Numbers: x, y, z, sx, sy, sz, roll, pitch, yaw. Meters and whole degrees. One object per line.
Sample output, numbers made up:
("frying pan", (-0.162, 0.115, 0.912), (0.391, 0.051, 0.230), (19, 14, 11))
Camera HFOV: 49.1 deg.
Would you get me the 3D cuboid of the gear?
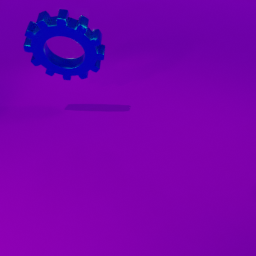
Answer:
("gear", (-1.595, -2.030, 7.144), (1.976, 1.976, 0.365), (1, 57, 2))
